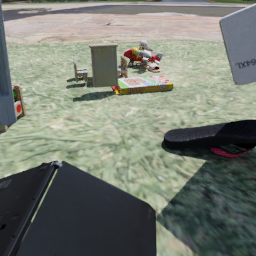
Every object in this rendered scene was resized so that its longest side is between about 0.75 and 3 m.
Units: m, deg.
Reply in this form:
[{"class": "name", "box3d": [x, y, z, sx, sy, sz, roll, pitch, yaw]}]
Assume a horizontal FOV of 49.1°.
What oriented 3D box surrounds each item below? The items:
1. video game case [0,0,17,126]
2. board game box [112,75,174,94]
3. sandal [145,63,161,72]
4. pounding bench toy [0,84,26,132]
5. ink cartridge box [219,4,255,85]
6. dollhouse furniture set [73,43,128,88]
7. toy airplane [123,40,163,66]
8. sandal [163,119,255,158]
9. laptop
[{"class": "video game case", "box3d": [-2.015, -1.539, 4.055, 0.253, 2.084, 2.290, -12, 49, -25]}, {"class": "board game box", "box3d": [0.467, -1.514, 9.756, 2.017, 0.302, 0.964, -9, 29, -10]}, {"class": "sandal", "box3d": [0.999, -2.566, 11.648, 0.375, 0.280, 0.978, -14, 32, -25]}, {"class": "pounding bench toy", "box3d": [-3.382, -0.839, 7.246, 0.900, 1.448, 1.130, 6, 30, 11]}, {"class": "ink cartridge box", "box3d": [3.088, -1.730, 4.775, 2.010, 1.161, 2.753, -10, 11, 41]}, {"class": "dollhouse furniture set", "box3d": [-0.948, -2.331, 9.874, 1.902, 1.347, 2.070, -5, 22, -10]}, {"class": "toy airplane", "box3d": [0.751, -3.209, 12.007, 1.514, 1.073, 1.521, -19, 34, -33]}, {"class": "sandal", "box3d": [2.142, 0.288, 6.243, 2.669, 0.602, 1.002, -5, 20, 22]}, {"class": "laptop", "box3d": [-1.269, 1.799, 3.614, 2.961, 1.529, 2.624, -19, 25, 14]}]
